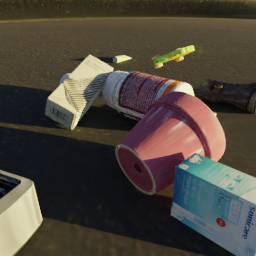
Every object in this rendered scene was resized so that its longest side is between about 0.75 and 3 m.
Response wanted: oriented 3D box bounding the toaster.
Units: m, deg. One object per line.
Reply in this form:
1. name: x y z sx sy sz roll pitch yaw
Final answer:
1. toaster: -2.571 1.638 4.866 1.829 1.085 1.653 12 30 22

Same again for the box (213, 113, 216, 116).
1. box: 2.139 -0.536 10.057 0.956 0.302 1.737 -21 34 -36

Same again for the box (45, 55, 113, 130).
1. box: -1.628 -1.306 9.700 1.123 0.934 2.733 29 51 0

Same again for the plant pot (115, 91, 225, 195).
1. plant pot: 0.819 0.451 6.473 1.857 2.075 2.075 -33 40 -25

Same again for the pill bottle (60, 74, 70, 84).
1. pill bottle: -2.064 -1.637 11.458 1.003 1.003 1.732 -18 33 -32

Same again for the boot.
1. boot: 4.311 -1.644 11.454 2.609 1.037 2.996 20 35 33

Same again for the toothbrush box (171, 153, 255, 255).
1. toothbrush box: 1.717 1.403 5.147 1.712 1.253 0.730 24 35 36

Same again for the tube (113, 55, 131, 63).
1. tube: -0.379 -4.404 17.748 0.393 0.440 1.515 -28 3 38

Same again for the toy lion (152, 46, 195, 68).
1. toy lion: 1.769 -2.804 10.802 1.466 0.503 1.405 -19 7 -5

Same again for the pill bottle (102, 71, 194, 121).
1. pill bottle: 0.608 -1.011 9.507 2.855 1.630 1.630 22 34 35
